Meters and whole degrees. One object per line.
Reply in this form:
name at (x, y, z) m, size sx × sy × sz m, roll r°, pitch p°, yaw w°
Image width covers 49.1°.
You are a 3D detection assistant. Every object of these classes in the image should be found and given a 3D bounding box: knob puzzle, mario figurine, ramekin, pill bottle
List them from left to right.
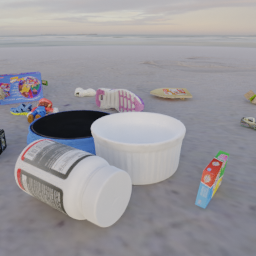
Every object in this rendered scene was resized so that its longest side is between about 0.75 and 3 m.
mario figurine at (-3.230, -0.543, 10.636) m, size 0.877 × 0.753 × 1.421 m, roll 34°, pitch 30°, yaw -11°
pill bottle at (-1.047, 0.994, 5.308) m, size 2.084 × 1.187 × 1.187 m, roll 15°, pitch 25°, yaw 34°
ramekin at (0.246, 0.440, 6.914) m, size 2.255 × 1.099 × 2.255 m, roll -1°, pitch 20°, yaw 0°
knob puzzle at (2.028, -1.640, 13.671) m, size 2.082 × 0.289 × 2.082 m, roll 0°, pitch 21°, yaw 0°

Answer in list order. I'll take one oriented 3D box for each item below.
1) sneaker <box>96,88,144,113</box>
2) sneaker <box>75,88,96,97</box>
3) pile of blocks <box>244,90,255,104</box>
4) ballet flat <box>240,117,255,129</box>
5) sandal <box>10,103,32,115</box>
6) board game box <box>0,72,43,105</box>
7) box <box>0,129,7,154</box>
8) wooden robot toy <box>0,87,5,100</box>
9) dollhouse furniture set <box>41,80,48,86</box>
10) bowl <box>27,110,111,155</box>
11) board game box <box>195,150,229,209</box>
sneaker at (-0.195, -1.165, 11.533) m, size 1.106 × 1.006 × 2.501 m, roll -10°, pitch 20°, yaw -44°
sneaker at (-2.115, -1.686, 13.832) m, size 1.086 × 0.406 × 0.541 m, roll 5°, pitch 41°, yaw 10°
pile of blocks at (5.873, -1.196, 12.469) m, size 1.396 × 0.573 × 0.434 m, roll 31°, pitch -8°, yaw 39°
ballet flat at (4.326, -0.142, 9.534) m, size 0.393 × 0.393 × 1.092 m, roll -15°, pitch 25°, yaw -34°
sandal at (-4.140, -0.756, 11.048) m, size 1.100 × 0.479 × 0.437 m, roll 3°, pitch 22°, yaw 12°
board game box at (-4.906, -1.820, 12.725) m, size 1.913 × 1.286 × 0.428 m, roll -11°, pitch 23°, yaw -27°
box at (-4.014, 0.528, 7.425) m, size 1.088 × 0.572 × 1.328 m, roll -2°, pitch 20°, yaw -4°
wooden robot toy at (-6.369, -0.987, 11.559) m, size 2.392 × 1.054 × 1.085 m, roll -6°, pitch 56°, yaw -16°
dollhouse furniture set at (-4.933, -2.338, 15.166) m, size 0.440 × 0.569 × 1.139 m, roll 14°, pitch 24°, yaw 32°
bowl at (-1.586, 0.082, 8.629) m, size 2.966 × 0.582 × 2.966 m, roll 0°, pitch 20°, yaw 0°
board game box at (1.736, 1.027, 5.742) m, size 0.215 × 0.816 × 1.067 m, roll 20°, pitch 28°, yaw 28°
